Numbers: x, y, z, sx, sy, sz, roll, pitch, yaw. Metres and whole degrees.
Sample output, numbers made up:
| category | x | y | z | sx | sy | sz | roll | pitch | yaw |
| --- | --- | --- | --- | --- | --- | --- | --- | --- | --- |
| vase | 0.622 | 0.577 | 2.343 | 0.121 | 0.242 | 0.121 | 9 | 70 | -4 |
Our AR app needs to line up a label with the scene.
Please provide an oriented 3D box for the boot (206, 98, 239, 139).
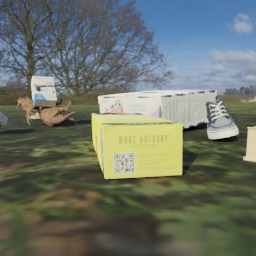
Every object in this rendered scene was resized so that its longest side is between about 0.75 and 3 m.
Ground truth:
| category | x | y | z | sx | sy | sz | roll | pitch | yaw |
| --- | --- | --- | --- | --- | --- | --- | --- | --- | --- |
| boot | 2.149 | -0.263 | 6.748 | 0.673 | 0.836 | 1.850 | -13 | 4 | 10 |

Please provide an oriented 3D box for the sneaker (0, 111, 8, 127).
| category | x | y | z | sx | sy | sz | roll | pitch | yaw |
| --- | --- | --- | --- | --- | --- | --- | --- | --- | --- |
| sneaker | -3.607 | -0.121 | 7.417 | 0.663 | 0.478 | 1.269 | -38 | 13 | -12 |

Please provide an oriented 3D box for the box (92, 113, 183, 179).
| category | x | y | z | sx | sy | sz | roll | pitch | yaw |
| --- | --- | --- | --- | --- | --- | --- | --- | --- | --- |
| box | -0.050 | 0.129 | 4.592 | 1.029 | 0.685 | 2.734 | -2 | 7 | -11 |

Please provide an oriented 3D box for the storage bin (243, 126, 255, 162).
| category | x | y | z | sx | sy | sz | roll | pitch | yaw |
| --- | --- | --- | --- | --- | --- | --- | --- | --- | --- |
| storage bin | 2.566 | 0.238 | 4.348 | 1.116 | 0.527 | 1.124 | 6 | 8 | 41 |

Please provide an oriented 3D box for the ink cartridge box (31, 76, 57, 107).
| category | x | y | z | sx | sy | sz | roll | pitch | yaw |
| --- | --- | --- | --- | --- | --- | --- | --- | --- | --- |
| ink cartridge box | -2.911 | -1.262 | 9.670 | 0.736 | 1.018 | 0.429 | -1 | -30 | -27 |

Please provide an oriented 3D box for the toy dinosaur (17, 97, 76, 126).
| category | x | y | z | sx | sy | sz | roll | pitch | yaw |
| --- | --- | --- | --- | --- | --- | --- | --- | --- | --- |
| toy dinosaur | -2.827 | -0.464 | 9.911 | 2.169 | 0.931 | 1.470 | 21 | 26 | 37 |

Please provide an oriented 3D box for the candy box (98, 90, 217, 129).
| category | x | y | z | sx | sy | sz | roll | pitch | yaw |
| --- | --- | --- | --- | --- | --- | --- | --- | --- | --- |
| candy box | 0.981 | -0.626 | 8.994 | 2.999 | 1.073 | 2.515 | -12 | 14 | -44 |

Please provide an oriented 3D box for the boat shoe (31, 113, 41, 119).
| category | x | y | z | sx | sy | sz | roll | pitch | yaw |
| --- | --- | --- | --- | --- | --- | --- | --- | --- | --- |
| boat shoe | -4.438 | -0.607 | 13.812 | 0.911 | 0.296 | 0.329 | 0 | 6 | 2 |
